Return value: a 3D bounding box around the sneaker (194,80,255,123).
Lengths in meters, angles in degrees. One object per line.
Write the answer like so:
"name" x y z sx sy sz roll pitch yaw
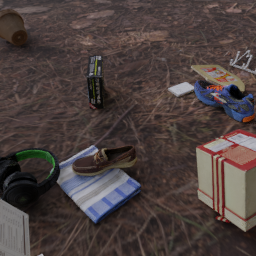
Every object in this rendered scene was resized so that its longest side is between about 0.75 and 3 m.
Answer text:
"sneaker" 3.711 -1.297 10.723 1.012 1.054 2.686 -28 46 -32

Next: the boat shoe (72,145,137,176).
"boat shoe" -0.689 0.842 7.982 1.906 0.686 0.688 -8 42 -2

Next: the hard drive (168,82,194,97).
"hard drive" 2.299 -1.647 11.905 0.986 0.132 0.650 -22 44 -25

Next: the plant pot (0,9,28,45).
"plant pot" -6.422 -5.488 15.692 1.743 1.743 1.520 -29 63 -31

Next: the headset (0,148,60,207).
"headset" -3.074 1.298 7.291 1.664 1.266 2.695 27 46 31

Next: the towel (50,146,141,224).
"towel" -0.948 1.448 7.909 1.686 0.273 2.296 -29 47 -31

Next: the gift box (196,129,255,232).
"gift box" 2.814 1.210 7.040 1.803 1.825 1.954 -17 22 -18

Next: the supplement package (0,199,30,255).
"supplement package" -3.160 2.654 4.560 2.707 1.501 2.108 -33 41 4

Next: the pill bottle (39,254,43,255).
"pill bottle" -2.186 3.056 5.540 1.232 0.693 0.693 -22 43 -25

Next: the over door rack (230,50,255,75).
"over door rack" 6.056 -3.320 13.617 1.904 0.634 1.407 -31 49 -33

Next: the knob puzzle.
"knob puzzle" 4.057 -2.053 12.120 2.415 0.335 2.415 14 35 -10

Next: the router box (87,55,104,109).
"router box" -1.261 -1.846 11.121 0.585 1.410 1.882 -2 38 -3
